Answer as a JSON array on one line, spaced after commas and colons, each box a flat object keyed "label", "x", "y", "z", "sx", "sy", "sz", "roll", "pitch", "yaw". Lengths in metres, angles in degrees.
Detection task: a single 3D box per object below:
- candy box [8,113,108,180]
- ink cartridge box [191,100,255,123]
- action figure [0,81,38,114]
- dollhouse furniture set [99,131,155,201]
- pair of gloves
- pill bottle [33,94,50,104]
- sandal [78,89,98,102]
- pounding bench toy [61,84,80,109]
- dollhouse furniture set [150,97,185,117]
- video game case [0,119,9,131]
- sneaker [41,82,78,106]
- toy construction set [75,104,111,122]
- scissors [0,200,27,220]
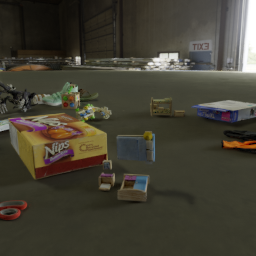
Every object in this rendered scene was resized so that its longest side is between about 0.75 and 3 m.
[{"label": "candy box", "x": -1.780, "y": 0.268, "z": 6.670, "sx": 1.573, "sy": 0.761, "sz": 2.696, "roll": -9, "pitch": 18, "yaw": -30}, {"label": "ink cartridge box", "x": 3.813, "y": -0.660, "z": 10.756, "sx": 2.591, "sy": 0.544, "sz": 1.546, "roll": -8, "pitch": 16, "yaw": -39}, {"label": "action figure", "x": -4.807, "y": -1.206, "z": 11.477, "sx": 1.466, "sy": 1.259, "sz": 2.467, "roll": -23, "pitch": -38, "yaw": 25}, {"label": "dollhouse furniture set", "x": -0.056, "y": 0.588, "z": 4.818, "sx": 1.002, "sy": 1.062, "sz": 0.693, "roll": 2, "pitch": 14, "yaw": 7}, {"label": "pair of gloves", "x": 3.357, "y": 0.325, "z": 7.557, "sx": 1.567, "sy": 0.217, "sz": 1.759, "roll": 6, "pitch": 15, "yaw": 22}, {"label": "pill bottle", "x": -4.275, "y": -1.448, "z": 13.942, "sx": 0.793, "sy": 0.453, "sz": 0.453, "roll": -13, "pitch": 19, "yaw": -39}, {"label": "sandal", "x": -2.572, "y": -1.737, "z": 14.768, "sx": 2.130, "sy": 0.608, "sz": 0.846, "roll": -6, "pitch": 16, "yaw": -23}, {"label": "pounding bench toy", "x": -2.635, "y": -1.453, "z": 12.774, "sx": 0.655, "sy": 1.055, "sz": 0.823, "roll": 1, "pitch": 14, "yaw": 3}, {"label": "dollhouse furniture set", "x": 1.586, "y": -0.942, "z": 11.425, "sx": 1.317, "sy": 0.732, "sz": 1.165, "roll": 0, "pitch": 14, "yaw": 1}, {"label": "video game case", "x": -4.062, "y": -0.066, "z": 8.795, "sx": 1.343, "sy": 0.164, "sz": 1.878, "roll": -1, "pitch": 11, "yaw": 29}, {"label": "sneaker", "x": -3.287, "y": -1.717, "z": 13.530, "sx": 1.831, "sy": 1.080, "sz": 0.674, "roll": -11, "pitch": 39, "yaw": -35}, {"label": "toy construction set", "x": -1.315, "y": -0.581, "z": 10.163, "sx": 0.948, "sy": 0.666, "sz": 1.445, "roll": -19, "pitch": -7, "yaw": 36}, {"label": "scissors", "x": -2.215, "y": 1.266, "z": 4.191, "sx": 1.308, "sy": 0.091, "sz": 0.479, "roll": -3, "pitch": 17, "yaw": -8}]
